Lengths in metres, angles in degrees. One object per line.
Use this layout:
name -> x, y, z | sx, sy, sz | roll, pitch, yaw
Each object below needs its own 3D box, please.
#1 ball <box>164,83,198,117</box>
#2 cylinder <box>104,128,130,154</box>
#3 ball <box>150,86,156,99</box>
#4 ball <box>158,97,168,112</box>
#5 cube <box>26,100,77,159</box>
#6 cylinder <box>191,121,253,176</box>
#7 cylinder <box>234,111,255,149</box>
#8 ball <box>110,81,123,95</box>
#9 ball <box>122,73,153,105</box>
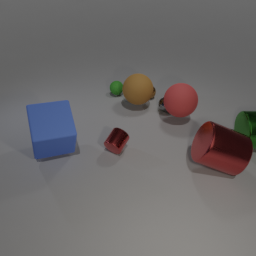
ball -> 2.166, -1.141, 11.514 | 1.400, 1.400, 1.400 | 0, 33, 0
cylinder -> -0.407, 0.461, 10.094 | 0.700, 0.700, 0.700 | 18, 60, 26
ball -> 1.032, -1.789, 13.842 | 0.700, 0.700, 0.700 | 0, 33, 0
ball -> 1.726, -1.069, 12.680 | 0.700, 0.700, 0.700 | 0, 33, 0
cube -> -2.621, 0.062, 9.612 | 1.400, 1.400, 1.400 | -9, 63, -19
cylinder -> 2.980, 0.656, 9.019 | 1.400, 1.400, 1.400 | 21, 32, -9
cylinder -> 4.845, 0.070, 10.274 | 1.400, 1.400, 1.400 | 0, 33, -2
ball -> -0.570, -2.017, 14.049 | 0.700, 0.700, 0.700 | 0, 33, 0
ball -> 0.449, -1.752, 12.660 | 1.400, 1.400, 1.400 | 0, 33, 0
